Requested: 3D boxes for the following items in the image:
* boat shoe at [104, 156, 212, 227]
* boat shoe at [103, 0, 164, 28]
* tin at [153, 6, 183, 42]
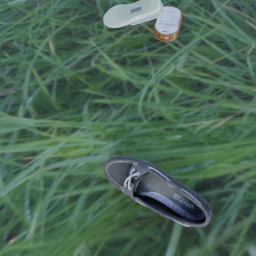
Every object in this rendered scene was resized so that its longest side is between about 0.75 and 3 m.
[{"bbox_3d":[0.647,1.443,6.657,2.853,0.813,0.954,26,90,12],"label":"boat shoe"},{"bbox_3d":[0.215,-3.926,9.836,2.205,0.785,0.769,-6,83,27],"label":"boat shoe"},{"bbox_3d":[1.471,-3.886,10.337,0.964,0.360,1.721,9,59,10],"label":"tin"}]
